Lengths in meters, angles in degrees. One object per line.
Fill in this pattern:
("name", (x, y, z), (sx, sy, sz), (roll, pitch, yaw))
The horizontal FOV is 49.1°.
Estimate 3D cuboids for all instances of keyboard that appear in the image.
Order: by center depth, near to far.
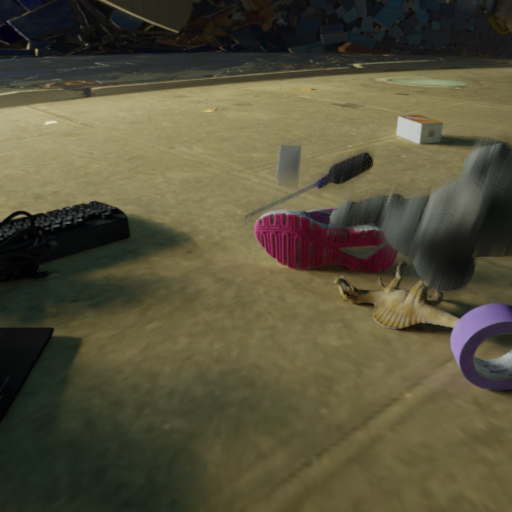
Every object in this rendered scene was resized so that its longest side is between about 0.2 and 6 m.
("keyboard", (-4.884, -0.342, 9.976), (5.602, 1.110, 2.916), (-21, 32, -36))

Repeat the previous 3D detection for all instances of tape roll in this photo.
("tape roll", (2.953, 1.124, 6.883), (1.012, 1.012, 0.430), (1, 24, 3))

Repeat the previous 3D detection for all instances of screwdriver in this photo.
("screwdriver", (0.846, -1.066, 9.269), (2.339, 0.340, 0.326), (-28, 31, 22))

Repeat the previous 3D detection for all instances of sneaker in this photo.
("sneaker", (1.242, -0.359, 10.200), (2.535, 1.031, 1.118), (10, 25, 2))

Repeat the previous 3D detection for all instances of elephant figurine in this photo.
("elephant figurine", (2.503, -0.368, 7.455), (2.303, 1.630, 1.787), (-25, 6, -12))

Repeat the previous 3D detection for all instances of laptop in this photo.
("laptop", (-4.354, 0.999, 6.539), (2.996, 1.547, 2.655), (0, 26, 0))

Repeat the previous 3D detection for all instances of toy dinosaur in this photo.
("toy dinosaur", (2.406, 0.721, 8.421), (1.266, 0.729, 2.504), (-38, 35, -30))

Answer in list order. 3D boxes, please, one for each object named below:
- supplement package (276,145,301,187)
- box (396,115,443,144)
("supplement package", (0.750, -2.043, 12.758), (0.483, 0.827, 0.485), (4, -19, 7))
("box", (5.449, -4.249, 18.749), (0.849, 0.665, 1.365), (-9, 27, -18))
